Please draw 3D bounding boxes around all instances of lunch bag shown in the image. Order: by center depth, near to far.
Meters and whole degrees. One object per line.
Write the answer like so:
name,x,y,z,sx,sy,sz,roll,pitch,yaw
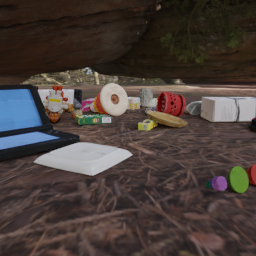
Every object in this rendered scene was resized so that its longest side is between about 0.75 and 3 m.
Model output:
lunch bag,1.027,-1.775,16.308,0.774,1.111,0.932,2,10,11

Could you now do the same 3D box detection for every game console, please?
game console,-3.080,-0.290,7.427,2.484,1.644,2.825,10,15,42

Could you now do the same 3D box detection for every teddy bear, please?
teddy bear,-3.507,-1.092,14.080,1.935,0.646,1.403,-2,9,-9

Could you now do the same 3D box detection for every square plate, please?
square plate,-0.985,0.624,6.467,1.641,0.236,1.656,6,13,29

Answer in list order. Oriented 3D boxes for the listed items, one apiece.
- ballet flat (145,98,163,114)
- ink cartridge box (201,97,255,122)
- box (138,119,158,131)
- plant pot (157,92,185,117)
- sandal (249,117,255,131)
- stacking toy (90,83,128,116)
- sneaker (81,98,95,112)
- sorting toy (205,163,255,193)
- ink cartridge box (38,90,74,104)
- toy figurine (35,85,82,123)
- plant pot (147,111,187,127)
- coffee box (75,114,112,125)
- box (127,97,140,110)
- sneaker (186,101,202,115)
ballet flat,1.275,-1.081,13.778,0.773,0.773,2.149,3,12,14
ink cartridge box,4.427,-0.826,11.924,2.213,0.926,1.605,-1,11,-4
box,0.745,-0.137,10.207,0.399,0.266,1.060,5,12,23
plant pot,1.933,-1.002,12.536,1.029,1.130,1.130,7,9,-15
sandal,4.827,-0.239,10.110,0.825,0.495,2.197,4,12,20
stacking toy,-1.141,-1.185,13.643,1.545,1.545,2.115,-9,-3,-38
sneaker,-1.659,-1.291,14.826,1.798,0.732,0.793,-1,13,-8
sorting toy,1.859,0.907,4.930,1.277,0.443,0.440,-4,-11,-30
ink cartridge box,-3.922,-1.626,15.709,2.437,1.031,1.761,0,11,-8
toy figurine,-3.048,-0.974,11.812,2.030,1.434,2.062,14,15,29
plant pot,1.437,-0.320,10.504,1.565,0.215,1.565,14,12,-3
coffee box,-1.376,-0.349,11.130,1.328,0.292,0.816,-4,11,-22
box,0.012,-1.396,15.654,1.191,0.604,0.670,8,15,36
sneaker,3.887,-1.055,13.589,2.194,0.772,0.879,-1,8,-3
